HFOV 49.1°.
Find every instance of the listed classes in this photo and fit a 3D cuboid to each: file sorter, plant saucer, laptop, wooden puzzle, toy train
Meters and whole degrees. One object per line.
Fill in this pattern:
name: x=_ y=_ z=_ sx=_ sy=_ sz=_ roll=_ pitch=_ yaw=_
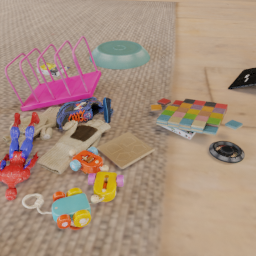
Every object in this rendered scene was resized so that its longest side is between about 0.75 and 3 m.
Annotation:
file sorter: x=-2.524 y=-1.920 z=9.617 sx=2.596 sy=1.628 sz=1.804 roll=-10 pitch=34 yaw=14
plant saucer: x=-0.399 y=-3.670 z=13.575 sx=2.970 sy=0.534 sz=2.970 roll=0 pitch=36 yaw=0
laptop: x=5.572 y=-1.622 z=11.032 sx=2.422 sy=1.251 sz=2.146 roll=-5 pitch=25 yaw=42
wooden puzzle: x=1.980 y=-0.426 z=8.598 sx=2.937 sy=0.206 sz=1.742 roll=11 pitch=33 yaw=25
wooden puzzle: x=-0.067 y=0.638 z=7.733 sx=1.153 sy=0.288 sz=1.245 roll=-26 pitch=38 yaw=-32
toy train: x=-1.107 y=1.388 z=6.396 sx=1.760 sy=0.652 sz=2.343 roll=17 pitch=36 yaw=25

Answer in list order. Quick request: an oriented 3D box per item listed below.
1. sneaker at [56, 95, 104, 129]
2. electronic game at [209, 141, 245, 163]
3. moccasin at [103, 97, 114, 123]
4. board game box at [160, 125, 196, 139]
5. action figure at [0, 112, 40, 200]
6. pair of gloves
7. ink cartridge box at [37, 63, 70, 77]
sneaker: x=-1.514 y=-0.510 z=8.985 sx=0.752 sy=0.722 sz=1.916 roll=26 pitch=44 yaw=28
electronic game: x=2.731 y=0.650 z=7.754 sx=0.952 sy=0.198 sz=0.952 roll=1 pitch=32 yaw=-1
moccasin: x=-0.607 y=-0.597 z=9.137 sx=0.309 sy=0.364 sz=0.905 roll=3 pitch=72 yaw=-26
board game box: x=1.589 y=-0.079 z=8.656 sx=1.056 sy=0.183 sz=0.666 roll=26 pitch=40 yaw=20
action figure: x=-2.795 y=0.677 z=7.243 sx=0.861 sy=0.680 sz=2.631 roll=2 pitch=43 yaw=-9
pair of gloves: x=-2.156 y=0.103 z=8.299 sx=2.714 sy=0.476 sz=2.307 roll=23 pitch=42 yaw=30
ink cartridge box: x=-3.281 y=-2.652 z=12.394 sx=1.046 sy=0.249 sz=1.059 roll=13 pitch=39 yaw=18
